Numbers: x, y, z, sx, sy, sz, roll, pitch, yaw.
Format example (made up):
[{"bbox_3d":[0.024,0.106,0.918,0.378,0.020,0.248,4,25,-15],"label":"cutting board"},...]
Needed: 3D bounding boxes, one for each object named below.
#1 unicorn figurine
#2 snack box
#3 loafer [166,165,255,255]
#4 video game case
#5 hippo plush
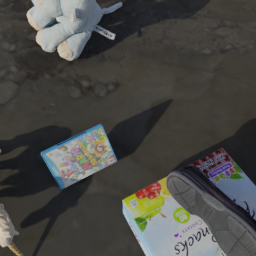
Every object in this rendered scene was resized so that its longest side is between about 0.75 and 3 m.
[{"bbox_3d":[-3.174,1.452,5.737,1.897,1.020,2.762,-13,64,5],"label":"unicorn figurine"},{"bbox_3d":[1.488,1.868,5.561,2.541,0.860,2.142,-23,58,-16],"label":"snack box"},{"bbox_3d":[1.709,1.484,4.831,0.731,0.835,2.322,-24,56,-39],"label":"loafer"},{"bbox_3d":[-1.054,0.651,6.288,1.440,1.031,0.128,-26,28,-11],"label":"video game case"},{"bbox_3d":[-1.606,-3.056,7.744,2.697,2.169,2.149,12,96,-7],"label":"hippo plush"}]
